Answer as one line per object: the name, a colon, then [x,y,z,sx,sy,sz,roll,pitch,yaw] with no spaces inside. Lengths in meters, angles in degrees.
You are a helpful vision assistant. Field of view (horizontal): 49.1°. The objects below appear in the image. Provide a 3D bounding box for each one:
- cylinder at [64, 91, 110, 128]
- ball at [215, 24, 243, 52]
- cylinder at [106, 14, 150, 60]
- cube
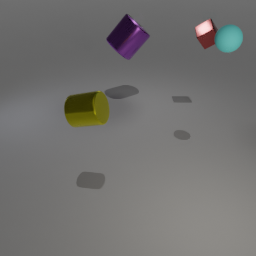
cylinder: [-0.842,-0.384,5.814,0.700,0.700,0.700,-5,27,22]
ball: [2.636,-2.343,7.344,0.700,0.700,0.700,0,30,0]
cylinder: [0.002,-3.967,12.259,1.400,1.400,1.400,38,20,-16]
cube: [3.136,-3.691,11.017,0.700,0.700,0.700,-24,48,31]
